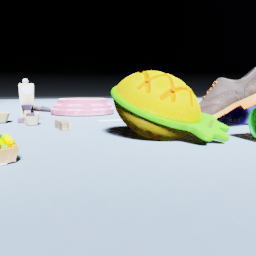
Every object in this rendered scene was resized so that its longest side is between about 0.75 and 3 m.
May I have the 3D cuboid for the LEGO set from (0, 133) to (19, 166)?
[{"bbox_3d":[-2.608,0.044,2.725,2.879,1.071,1.324,-3,8,-22],"label":"LEGO set"}]

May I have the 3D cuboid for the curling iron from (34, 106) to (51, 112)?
[{"bbox_3d":[-3.906,-0.896,12.871,2.039,0.261,0.506,6,9,40],"label":"curling iron"}]

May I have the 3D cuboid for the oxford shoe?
[{"bbox_3d":[2.182,-0.710,6.999,2.526,0.921,0.901,-22,1,5],"label":"oxford shoe"}]

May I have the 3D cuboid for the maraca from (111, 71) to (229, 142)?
[{"bbox_3d":[0.800,-0.342,5.457,2.398,1.283,1.644,23,26,12],"label":"maraca"}]

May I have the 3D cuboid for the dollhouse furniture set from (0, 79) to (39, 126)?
[{"bbox_3d":[-3.495,-0.755,7.871,1.830,1.299,1.450,-3,8,-20],"label":"dollhouse furniture set"}]

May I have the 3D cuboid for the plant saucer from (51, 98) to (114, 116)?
[{"bbox_3d":[-1.847,-0.897,11.448,2.560,0.649,2.560,-1,8,0],"label":"plant saucer"}]

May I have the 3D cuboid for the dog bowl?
[{"bbox_3d":[3.671,-0.602,8.557,2.068,0.815,2.068,0,7,0],"label":"dog bowl"}]

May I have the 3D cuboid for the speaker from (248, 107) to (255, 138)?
[{"bbox_3d":[3.205,-0.125,5.282,1.747,0.773,0.773,-2,8,-16],"label":"speaker"}]

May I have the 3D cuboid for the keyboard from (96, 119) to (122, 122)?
[{"bbox_3d":[-0.444,-0.242,8.818,1.112,0.059,0.313,-3,3,-24],"label":"keyboard"}]

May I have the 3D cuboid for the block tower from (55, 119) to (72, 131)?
[{"bbox_3d":[-1.622,-0.085,6.942,0.237,0.222,0.821,-5,9,-28],"label":"block tower"}]
